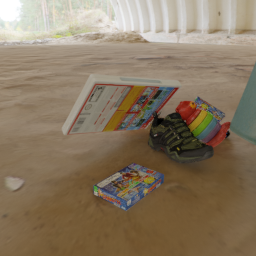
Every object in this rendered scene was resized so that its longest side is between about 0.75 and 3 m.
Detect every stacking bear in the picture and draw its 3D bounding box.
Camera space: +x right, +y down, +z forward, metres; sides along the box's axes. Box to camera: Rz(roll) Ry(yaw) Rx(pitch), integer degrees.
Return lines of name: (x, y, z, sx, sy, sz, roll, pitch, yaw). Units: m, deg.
stacking bear: (1.849, -0.182, 7.310, 1.369, 0.778, 0.831, 41, 50, 2)

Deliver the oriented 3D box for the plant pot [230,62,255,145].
plant pot: (3.592, -0.364, 5.063, 2.342, 2.335, 2.385, 18, 17, 4)

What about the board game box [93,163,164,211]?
board game box: (0.037, 1.107, 5.552, 0.832, 0.212, 1.229, 17, 26, 37)

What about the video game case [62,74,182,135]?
video game case: (-0.120, -0.537, 7.146, 2.709, 1.937, 0.236, -4, 55, -38)

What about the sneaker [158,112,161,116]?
sneaker: (0.884, -0.714, 9.710, 0.871, 0.734, 1.991, 27, 33, 31)

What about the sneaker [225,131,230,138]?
sneaker: (2.562, 0.124, 8.023, 0.776, 0.283, 0.434, -3, 18, -15)

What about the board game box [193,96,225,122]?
board game box: (2.267, -0.419, 8.317, 0.984, 0.666, 0.170, 32, 37, -6)

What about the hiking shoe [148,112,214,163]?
hiking shoe: (1.164, 0.170, 6.727, 0.767, 1.020, 2.027, -13, 19, -34)
